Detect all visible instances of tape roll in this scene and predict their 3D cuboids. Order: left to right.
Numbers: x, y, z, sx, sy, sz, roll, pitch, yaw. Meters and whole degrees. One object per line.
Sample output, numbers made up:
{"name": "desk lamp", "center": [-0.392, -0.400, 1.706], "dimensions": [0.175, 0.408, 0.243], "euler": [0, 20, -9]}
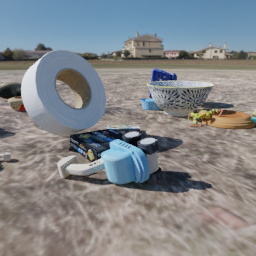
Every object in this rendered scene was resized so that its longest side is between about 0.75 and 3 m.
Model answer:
{"name": "tape roll", "center": [-1.747, -0.974, 7.993], "dimensions": [0.825, 2.360, 2.360], "euler": [-21, -2, 41]}

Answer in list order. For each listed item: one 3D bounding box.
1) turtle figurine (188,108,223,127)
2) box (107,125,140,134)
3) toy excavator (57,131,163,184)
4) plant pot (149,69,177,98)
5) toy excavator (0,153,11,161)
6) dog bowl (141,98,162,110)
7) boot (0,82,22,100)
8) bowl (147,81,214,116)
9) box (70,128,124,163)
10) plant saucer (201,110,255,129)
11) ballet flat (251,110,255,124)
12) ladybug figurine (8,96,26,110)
{"name": "turtle figurine", "center": [2.694, -0.461, 10.449], "dimensions": [1.447, 0.466, 1.167], "euler": [-28, 10, -12]}
{"name": "box", "center": [-0.146, 0.064, 9.262], "dimensions": [1.073, 0.186, 0.590], "euler": [0, 15, -1]}
{"name": "toy excavator", "center": [-0.403, 0.724, 5.797], "dimensions": [1.728, 0.863, 1.680], "euler": [-20, 22, -30]}
{"name": "plant pot", "center": [2.119, -2.617, 16.735], "dimensions": [1.487, 1.654, 1.654], "euler": [9, 16, 5]}
{"name": "toy excavator", "center": [-3.383, 0.679, 6.598], "dimensions": [0.893, 0.459, 0.918], "euler": [5, 7, 14]}
{"name": "dog bowl", "center": [1.417, -1.205, 13.539], "dimensions": [1.807, 0.448, 1.007], "euler": [-14, 21, -42]}
{"name": "boot", "center": [-5.732, -1.798, 14.911], "dimensions": [2.613, 1.012, 1.808], "euler": [-4, 20, -10]}
{"name": "bowl", "center": [2.192, -1.270, 12.084], "dimensions": [2.795, 1.312, 2.795], "euler": [1, 15, 0]}
{"name": "box", "center": [-0.633, 0.444, 7.437], "dimensions": [1.317, 0.381, 1.657], "euler": [-9, 17, -31]}
{"name": "plant saucer", "center": [3.764, -0.365, 10.563], "dimensions": [1.913, 0.358, 1.913], "euler": [0, 14, 0]}
{"name": "ballet flat", "center": [4.783, -0.260, 8.626], "dimensions": [1.026, 1.026, 2.902], "euler": [0, 13, 1]}
{"name": "ladybug figurine", "center": [-4.801, -1.172, 13.142], "dimensions": [1.600, 0.576, 1.086], "euler": [-14, 20, -43]}
